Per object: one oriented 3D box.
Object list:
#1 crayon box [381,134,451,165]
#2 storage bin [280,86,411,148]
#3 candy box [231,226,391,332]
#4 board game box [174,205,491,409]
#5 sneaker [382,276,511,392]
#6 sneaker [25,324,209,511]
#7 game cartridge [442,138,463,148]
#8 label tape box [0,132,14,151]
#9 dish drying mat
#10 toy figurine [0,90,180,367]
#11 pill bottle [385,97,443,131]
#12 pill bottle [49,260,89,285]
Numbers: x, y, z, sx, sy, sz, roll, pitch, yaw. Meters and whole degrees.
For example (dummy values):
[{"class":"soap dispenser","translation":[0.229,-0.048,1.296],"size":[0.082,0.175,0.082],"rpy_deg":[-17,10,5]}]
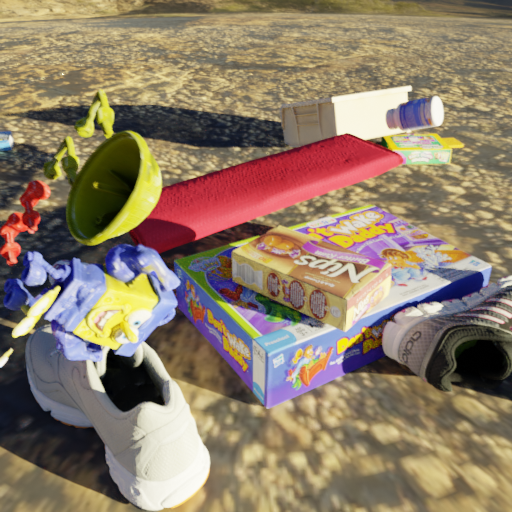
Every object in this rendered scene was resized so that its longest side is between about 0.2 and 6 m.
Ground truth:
[{"class":"crayon box","translation":[3.881,-2.614,13.716],"size":[1.413,0.412,1.219],"rpy_deg":[-1,30,0]},{"class":"storage bin","translation":[2.204,-3.481,14.126],"size":[2.395,1.122,2.377],"rpy_deg":[-17,17,-27]},{"class":"candy box","translation":[0.644,0.218,6.836],"size":[1.704,0.481,0.994],"rpy_deg":[21,36,36]},{"class":"board game box","translation":[1.019,0.436,7.794],"size":[3.616,0.809,2.431],"rpy_deg":[-17,33,-28]},{"class":"sneaker","translation":[2.863,0.994,6.725],"size":[2.548,0.940,1.115],"rpy_deg":[-12,34,-15]},{"class":"sneaker","translation":[-1.555,1.200,5.860],"size":[2.937,1.351,1.112],"rpy_deg":[25,38,38]},{"class":"game cartridge","translation":[5.065,-2.954,14.683],"size":[0.521,0.096,0.592],"rpy_deg":[-4,32,-8]},{"class":"label tape box","translation":[-6.626,-2.851,14.234],"size":[0.748,0.328,1.038],"rpy_deg":[-8,30,-14]},{"class":"dish drying mat","translation":[0.062,-1.150,9.432],"size":[4.650,0.423,1.786],"rpy_deg":[-20,32,-20]},{"class":"toy figurine","translation":[-1.214,0.117,4.692],"size":[1.491,2.489,1.313],"rpy_deg":[25,25,-42]},{"class":"pill bottle","translation":[2.794,-2.502,9.967],"size":[0.918,0.515,0.515],"rpy_deg":[0,23,39]},{"class":"pill bottle","translation":[-2.570,0.316,8.013],"size":[0.834,0.464,0.464],"rpy_deg":[5,25,45]}]
